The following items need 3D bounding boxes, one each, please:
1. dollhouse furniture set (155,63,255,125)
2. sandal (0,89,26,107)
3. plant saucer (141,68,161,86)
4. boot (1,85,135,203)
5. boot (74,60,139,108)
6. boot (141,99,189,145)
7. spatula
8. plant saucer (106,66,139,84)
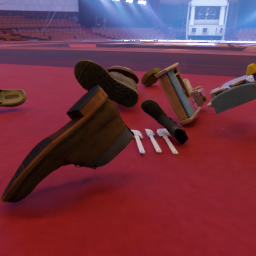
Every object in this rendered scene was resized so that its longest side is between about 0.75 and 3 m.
[{"bbox_3d":[2.211,-1.333,7.098,2.214,1.445,2.090,-22,10,34],"label":"dollhouse furniture set"},{"bbox_3d":[-3.888,-0.891,8.078,1.780,0.707,0.508,-14,-21,-15],"label":"sandal"},{"bbox_3d":[0.980,-2.037,11.419,0.940,0.940,0.146,-13,57,-30],"label":"plant saucer"},{"bbox_3d":[-0.808,0.456,4.260,2.178,1.056,0.814,-50,20,-15],"label":"boot"},{"bbox_3d":[-0.579,-1.589,9.134,2.251,0.898,2.475,33,20,-14],"label":"boot"},{"bbox_3d":[0.793,-0.149,6.145,0.872,0.347,1.058,30,18,-36],"label":"boot"},{"bbox_3d":[0.529,0.282,6.141,0.946,0.109,1.361,2,22,-7],"label":"spatula"},{"bbox_3d":[-0.233,-1.959,10.427,1.360,0.218,1.360,13,-14,3],"label":"plant saucer"}]
